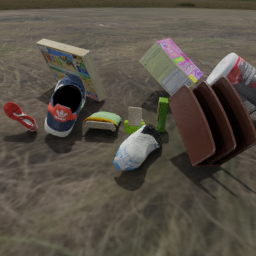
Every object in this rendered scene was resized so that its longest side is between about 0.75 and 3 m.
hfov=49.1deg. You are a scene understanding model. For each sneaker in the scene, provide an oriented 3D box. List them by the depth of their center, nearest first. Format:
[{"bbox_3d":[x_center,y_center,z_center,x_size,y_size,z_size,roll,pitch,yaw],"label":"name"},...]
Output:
[{"bbox_3d":[0.282,0.441,7.009,0.738,0.732,2.037,-31,0,32],"label":"sneaker"},{"bbox_3d":[-3.109,-0.254,8.167,1.125,0.650,0.441,40,71,12],"label":"sneaker"},{"bbox_3d":[-1.740,-1.030,8.522,1.051,1.185,2.805,16,40,-15],"label":"sneaker"}]

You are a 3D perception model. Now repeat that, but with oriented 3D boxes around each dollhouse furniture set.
[{"bbox_3d":[-0.065,-0.462,8.203,2.388,0.922,1.193,6,18,6],"label":"dollhouse furniture set"}]

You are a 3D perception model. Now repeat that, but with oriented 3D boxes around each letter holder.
[{"bbox_3d":[1.917,-0.226,6.475,0.941,1.331,1.872,4,57,-33],"label":"letter holder"}]

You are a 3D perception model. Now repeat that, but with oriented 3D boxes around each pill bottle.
[{"bbox_3d":[3.601,-1.101,8.417,2.268,1.255,1.255,36,31,-4],"label":"pill bottle"}]

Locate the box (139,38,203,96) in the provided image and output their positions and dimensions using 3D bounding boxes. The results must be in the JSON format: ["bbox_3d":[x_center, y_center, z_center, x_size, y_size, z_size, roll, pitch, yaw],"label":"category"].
[{"bbox_3d":[1.662,-2.248,10.442,1.991,0.962,1.751,48,31,1],"label":"box"}]

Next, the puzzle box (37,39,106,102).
[{"bbox_3d":[-2.153,-2.204,10.536,2.914,1.939,0.370,25,57,38],"label":"puzzle box"}]
